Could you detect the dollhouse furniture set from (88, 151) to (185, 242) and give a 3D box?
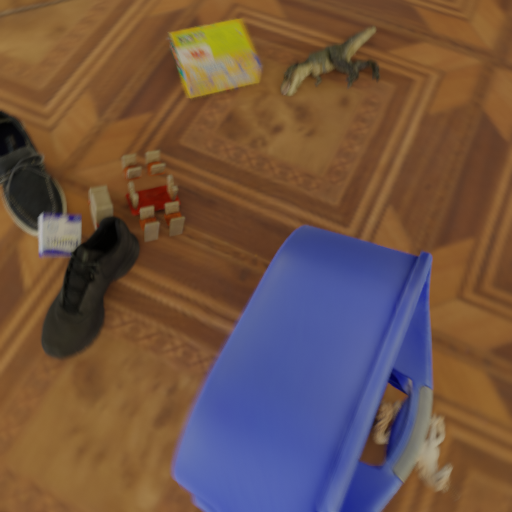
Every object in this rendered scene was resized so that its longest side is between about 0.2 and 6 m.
[{"bbox_3d":[-1.915,-0.837,8.890,1.371,0.714,1.386,-14,63,-20],"label":"dollhouse furniture set"}]

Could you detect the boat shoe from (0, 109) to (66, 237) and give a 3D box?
[{"bbox_3d":[-3.756,-1.342,8.919,0.881,0.735,2.362,-25,75,-10],"label":"boat shoe"}]

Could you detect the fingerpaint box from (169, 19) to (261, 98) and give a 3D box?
[{"bbox_3d":[-0.747,-3.565,10.110,1.353,0.496,1.129,-18,72,-13],"label":"fingerpaint box"}]

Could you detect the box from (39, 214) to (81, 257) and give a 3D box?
[{"bbox_3d":[-2.895,-0.295,8.271,0.561,0.320,0.610,0,88,-31],"label":"box"}]

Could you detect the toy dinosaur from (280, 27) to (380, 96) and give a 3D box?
[{"bbox_3d":[1.638,-3.560,10.274,2.525,0.599,1.113,-34,61,-20],"label":"toy dinosaur"}]

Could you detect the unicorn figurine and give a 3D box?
[{"bbox_3d":[2.114,2.435,7.243,1.262,0.466,0.867,18,73,25],"label":"unicorn figurine"}]

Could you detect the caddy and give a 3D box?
[{"bbox_3d":[0.863,1.605,6.286,2.094,2.820,3.988,20,61,18],"label":"caddy"}]

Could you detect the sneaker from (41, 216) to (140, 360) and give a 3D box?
[{"bbox_3d":[-2.448,0.370,7.961,0.843,1.007,2.220,17,65,6],"label":"sneaker"}]
